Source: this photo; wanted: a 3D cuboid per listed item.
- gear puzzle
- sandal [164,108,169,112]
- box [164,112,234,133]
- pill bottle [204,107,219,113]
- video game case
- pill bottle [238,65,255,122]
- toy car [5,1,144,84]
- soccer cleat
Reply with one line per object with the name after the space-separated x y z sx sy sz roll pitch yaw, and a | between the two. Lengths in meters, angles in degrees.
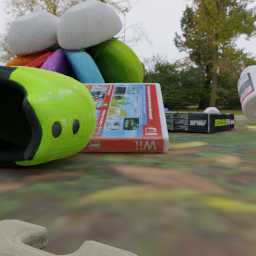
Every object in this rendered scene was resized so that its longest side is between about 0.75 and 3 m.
-0.201 0.304 0.120 1.532 0.201 0.793 -1 4 35 | gear puzzle
0.811 -0.866 13.054 1.031 1.129 2.594 0 4 -42 | sandal
1.254 -0.160 6.314 1.825 0.434 1.763 3 6 34 | box
3.390 -0.535 11.391 0.609 0.609 1.094 1 3 11 | pill bottle
-0.668 -0.196 3.337 2.166 0.189 1.549 0 28 3 | video game case
4.363 -1.257 9.446 1.177 1.177 2.127 1 39 14 | pill bottle
-1.125 -0.766 5.051 2.710 2.371 2.032 2 38 25 | toy car
-1.678 -0.179 2.201 2.844 0.960 1.153 3 7 11 | soccer cleat
